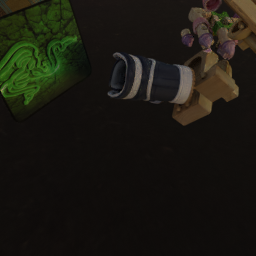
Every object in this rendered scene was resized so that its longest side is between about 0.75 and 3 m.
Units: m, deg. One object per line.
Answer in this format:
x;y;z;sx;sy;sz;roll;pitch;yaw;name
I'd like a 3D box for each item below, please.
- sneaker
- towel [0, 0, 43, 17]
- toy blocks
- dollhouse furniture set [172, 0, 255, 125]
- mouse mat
0.243;-1.011;5.932;1.433;0.926;2.641;5;7;-11;sneaker
-2.881;-3.571;7.416;1.755;1.287;0.190;-30;22;9;towel
2.263;-2.151;6.600;1.660;1.776;1.495;1;56;-15;toy blocks
1.419;-1.752;5.496;1.886;2.315;2.202;33;54;-21;dollhouse furniture set
-1.834;-1.551;6.056;0.095;2.024;2.516;13;43;37;mouse mat
